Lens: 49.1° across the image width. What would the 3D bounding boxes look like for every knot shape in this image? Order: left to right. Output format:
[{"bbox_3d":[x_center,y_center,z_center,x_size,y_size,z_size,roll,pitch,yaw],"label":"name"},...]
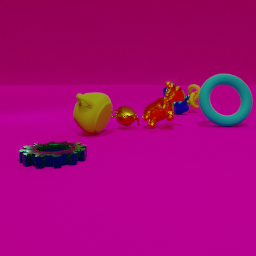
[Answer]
[{"bbox_3d":[3.050,-1.426,13.151,0.524,1.133,1.061,4,-2,0],"label":"knot shape"}]

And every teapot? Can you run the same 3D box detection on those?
[{"bbox_3d":[-1.010,-0.424,7.688,0.922,1.170,1.882,24,-16,16],"label":"teapot"},{"bbox_3d":[-0.050,-0.325,8.637,1.087,0.532,0.676,14,34,-14],"label":"teapot"}]

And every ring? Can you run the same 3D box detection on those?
[{"bbox_3d":[3.179,-0.910,9.131,1.770,1.770,0.354,-1,-10,-4],"label":"ring"}]

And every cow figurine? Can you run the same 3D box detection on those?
[{"bbox_3d":[1.117,-0.761,8.862,1.420,0.780,1.397,-25,32,25],"label":"cow figurine"},{"bbox_3d":[2.129,-1.356,12.651,0.954,1.738,1.710,-23,-19,0],"label":"cow figurine"}]

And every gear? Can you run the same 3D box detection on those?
[{"bbox_3d":[-1.404,0.484,5.325,1.218,0.225,1.218,0,10,0],"label":"gear"}]
